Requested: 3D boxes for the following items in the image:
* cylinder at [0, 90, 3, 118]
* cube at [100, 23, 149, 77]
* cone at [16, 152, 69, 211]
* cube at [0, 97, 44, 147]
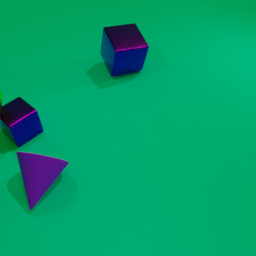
[{"bbox_3d":[-3.882,-0.634,7.594,0.841,0.841,0.841,-7,58,-6],"label":"cylinder"},{"bbox_3d":[-0.169,-2.864,10.316,1.288,1.288,1.288,-15,62,-20],"label":"cube"},{"bbox_3d":[-2.257,1.378,6.954,1.313,1.313,1.318,8,76,7],"label":"cone"},{"bbox_3d":[-3.253,-0.190,8.373,0.925,0.925,0.925,34,56,27],"label":"cube"}]
